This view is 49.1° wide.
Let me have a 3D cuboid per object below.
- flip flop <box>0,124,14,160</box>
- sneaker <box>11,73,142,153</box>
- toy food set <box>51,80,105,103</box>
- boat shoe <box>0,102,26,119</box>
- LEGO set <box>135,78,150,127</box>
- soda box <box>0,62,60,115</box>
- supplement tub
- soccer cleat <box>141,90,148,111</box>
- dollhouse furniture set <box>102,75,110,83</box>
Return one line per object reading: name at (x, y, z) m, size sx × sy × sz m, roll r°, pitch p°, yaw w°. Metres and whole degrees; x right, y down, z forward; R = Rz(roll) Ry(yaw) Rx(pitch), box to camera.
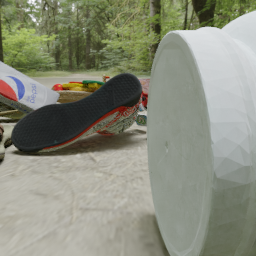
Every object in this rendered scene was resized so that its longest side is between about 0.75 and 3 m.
flip flop at (-2.553, 0.132, 5.014) m, size 0.923 × 0.655 × 2.277 m, roll -1°, pitch 12°, yaw -7°
sneaker at (-0.891, -0.068, 5.764) m, size 2.637 × 0.880 × 1.413 m, roll -28°, pitch -19°, yaw -10°
toy food set at (-1.306, -1.118, 9.667) m, size 2.646 × 0.650 × 2.673 m, roll 4°, pitch -2°, yaw 27°
boat shoe at (-4.125, -0.668, 7.803) m, size 2.744 × 1.001 × 0.863 m, roll 3°, pitch -5°, yaw -19°
LEGO set at (0.423, -0.415, 6.027) m, size 0.440 × 1.339 × 1.793 m, roll -42°, pitch 29°, yaw -27°
soda box at (-2.912, -1.000, 6.967) m, size 2.239 × 0.710 × 0.764 m, roll 30°, pitch -23°, yaw -23°
supplement tub at (1.605, 0.093, 2.223) m, size 2.677 × 1.937 × 1.937 m, roll -2°, pitch 12°, yaw -7°
soccer cleat at (1.238, -0.531, 7.559) m, size 1.180 × 0.951 × 2.771 m, roll 25°, pitch 2°, yaw -39°
dollhouse furniture set at (0.172, -1.530, 11.343) m, size 2.371 × 1.235 × 2.397 m, roll -2°, pitch 12°, yaw -11°
